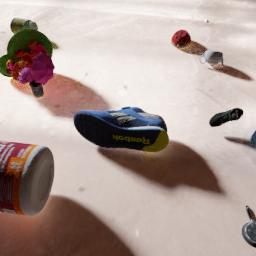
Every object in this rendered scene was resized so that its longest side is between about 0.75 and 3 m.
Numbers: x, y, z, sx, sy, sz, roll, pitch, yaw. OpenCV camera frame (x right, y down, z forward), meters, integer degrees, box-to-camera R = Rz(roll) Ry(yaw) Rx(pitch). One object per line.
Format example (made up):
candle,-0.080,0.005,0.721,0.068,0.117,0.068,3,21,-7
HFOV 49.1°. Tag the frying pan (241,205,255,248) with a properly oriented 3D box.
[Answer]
frying pan,2.837,2.163,6.153,0.582,0.157,0.963,18,48,18

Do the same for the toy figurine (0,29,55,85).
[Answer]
toy figurine,-3.478,-2.187,9.864,2.240,1.682,2.062,-35,45,-4

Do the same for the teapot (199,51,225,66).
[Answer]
teapot,3.424,-2.789,11.330,0.782,0.579,0.793,0,13,-45

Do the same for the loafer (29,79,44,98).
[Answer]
loafer,-3.317,-1.646,10.079,0.506,0.505,1.448,-17,45,-18

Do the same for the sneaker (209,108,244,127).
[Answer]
sneaker,2.886,-0.326,8.195,1.036,0.593,0.396,-20,86,9

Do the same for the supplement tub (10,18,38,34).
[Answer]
supplement tub,-4.946,-4.790,13.349,1.090,0.793,0.793,15,44,16

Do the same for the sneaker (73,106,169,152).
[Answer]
sneaker,-0.181,-0.065,8.030,2.742,1.014,1.128,11,39,4

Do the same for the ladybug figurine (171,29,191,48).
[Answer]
ladybug figurine,2.442,-4.111,12.816,0.933,0.495,1.375,9,43,10

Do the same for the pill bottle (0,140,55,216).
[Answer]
pill bottle,-3.245,1.003,6.273,2.838,1.555,1.555,7,42,4

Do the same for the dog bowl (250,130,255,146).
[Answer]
dog bowl,4.187,0.534,7.709,1.031,0.458,1.849,-7,43,-8
